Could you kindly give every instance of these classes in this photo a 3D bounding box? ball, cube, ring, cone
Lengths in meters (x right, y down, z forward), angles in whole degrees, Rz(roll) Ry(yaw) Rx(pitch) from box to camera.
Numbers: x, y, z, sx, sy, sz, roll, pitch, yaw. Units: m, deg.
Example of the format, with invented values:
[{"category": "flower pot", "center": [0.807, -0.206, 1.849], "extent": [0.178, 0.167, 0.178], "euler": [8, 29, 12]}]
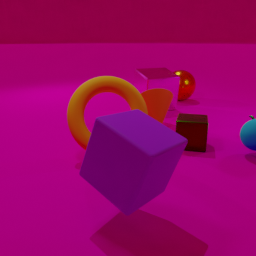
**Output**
[{"category": "ball", "center": [2.983, 0.160, 6.467], "extent": [0.740, 0.740, 0.740], "euler": [0, 19, 0]}, {"category": "cube", "center": [0.070, 0.423, 4.003], "extent": [0.979, 0.979, 0.979], "euler": [34, 28, 27]}, {"category": "ball", "center": [2.242, -1.824, 11.963], "extent": [1.284, 1.284, 1.284], "euler": [0, 19, 0]}, {"category": "ring", "center": [-0.439, -0.267, 6.418], "extent": [1.880, 1.880, 0.376], "euler": [-5, -4, -15]}, {"category": "cube", "center": [1.037, -1.470, 10.603], "extent": [1.301, 1.301, 1.301], "euler": [-6, 28, -17]}, {"category": "cube", "center": [1.608, 0.099, 7.090], "extent": [0.757, 0.757, 0.757], "euler": [4, 19, 13]}, {"category": "cone", "center": [0.877, -0.421, 8.482], "extent": [1.130, 1.134, 1.130], "euler": [-3, -24, -2]}]

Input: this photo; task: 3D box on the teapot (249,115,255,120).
[{"category": "teapot", "center": [3.793, -0.072, 7.347], "extent": [1.404, 0.873, 0.687], "euler": [15, 54, 43]}]
